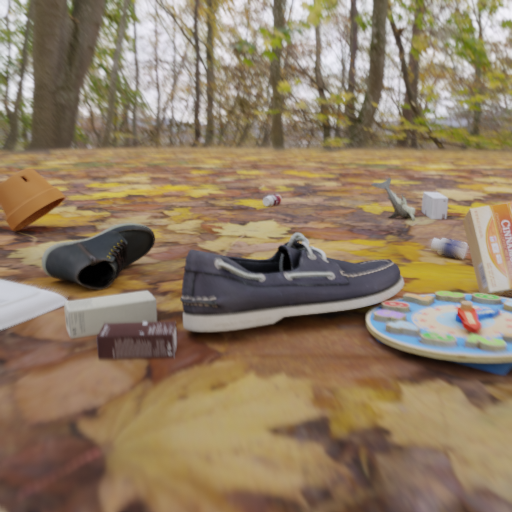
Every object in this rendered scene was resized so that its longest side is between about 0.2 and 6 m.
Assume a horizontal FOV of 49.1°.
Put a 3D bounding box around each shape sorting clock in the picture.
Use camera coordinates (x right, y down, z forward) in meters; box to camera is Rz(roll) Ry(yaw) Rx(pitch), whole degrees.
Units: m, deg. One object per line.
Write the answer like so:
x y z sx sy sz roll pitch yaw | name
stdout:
2.593 0.799 6.961 2.407 0.472 2.407 0 14 0 | shape sorting clock

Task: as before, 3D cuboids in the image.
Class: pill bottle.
0.488 -1.700 17.278 0.333 0.333 0.583 12 18 39 | pill bottle
3.753 -0.158 10.918 0.616 0.342 0.342 15 20 30 | pill bottle

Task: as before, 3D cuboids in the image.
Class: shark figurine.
3.710 -1.329 15.044 0.639 1.532 0.915 -34 31 30 | shark figurine

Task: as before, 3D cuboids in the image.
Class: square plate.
-3.958 0.661 7.839 1.852 0.266 1.869 8 15 25 | square plate

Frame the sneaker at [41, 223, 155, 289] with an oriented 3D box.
-2.401 0.062 9.567 1.133 0.798 2.133 19 30 40 | sneaker

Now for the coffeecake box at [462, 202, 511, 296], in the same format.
4.044 -0.156 8.181 1.654 1.269 0.604 -10 -15 7 | coffeecake box

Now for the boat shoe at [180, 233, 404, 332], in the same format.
0.614 0.229 7.626 3.445 1.080 1.251 -8 3 -27 | boat shoe

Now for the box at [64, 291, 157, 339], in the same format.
-1.896 0.754 7.325 1.120 0.383 0.460 -6 15 -23 | box

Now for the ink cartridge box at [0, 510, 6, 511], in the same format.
-1.860 1.821 3.089 0.787 0.359 0.956 5 15 13 | ink cartridge box

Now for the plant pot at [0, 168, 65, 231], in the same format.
-5.475 -1.401 13.356 1.459 1.021 1.459 -35 7 5 | plant pot

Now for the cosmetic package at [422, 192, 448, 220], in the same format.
4.935 -1.395 15.510 0.444 0.609 1.198 1 13 5 | cosmetic package

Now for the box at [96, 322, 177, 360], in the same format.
-1.377 0.985 6.548 0.871 0.326 0.436 -3 14 -3 | box
